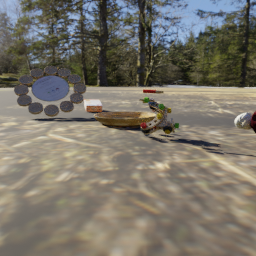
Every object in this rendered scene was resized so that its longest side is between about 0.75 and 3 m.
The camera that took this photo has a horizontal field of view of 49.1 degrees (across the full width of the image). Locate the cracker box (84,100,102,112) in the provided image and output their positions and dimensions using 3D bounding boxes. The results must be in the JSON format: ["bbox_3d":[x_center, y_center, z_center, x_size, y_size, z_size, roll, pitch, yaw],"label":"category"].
[{"bbox_3d":[-1.526,-0.981,12.187,0.688,0.296,1.028,-1,20,-13],"label":"cracker box"}]

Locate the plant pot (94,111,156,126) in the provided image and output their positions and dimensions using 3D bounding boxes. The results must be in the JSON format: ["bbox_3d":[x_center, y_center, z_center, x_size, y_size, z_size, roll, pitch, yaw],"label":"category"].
[{"bbox_3d":[-0.090,-0.305,8.853,1.957,0.269,1.957,-1,10,0],"label":"plant pot"}]

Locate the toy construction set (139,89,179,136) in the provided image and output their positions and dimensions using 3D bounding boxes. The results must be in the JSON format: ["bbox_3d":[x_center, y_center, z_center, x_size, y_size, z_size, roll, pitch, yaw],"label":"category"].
[{"bbox_3d":[0.804,-0.355,6.647,0.876,1.140,0.950,5,34,26],"label":"toy construction set"}]

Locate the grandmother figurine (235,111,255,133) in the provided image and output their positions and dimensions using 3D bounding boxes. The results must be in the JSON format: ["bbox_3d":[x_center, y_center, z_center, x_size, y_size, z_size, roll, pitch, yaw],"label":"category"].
[{"bbox_3d":[2.906,-0.033,5.867,0.461,0.922,1.521,-28,24,-22],"label":"grandmother figurine"}]

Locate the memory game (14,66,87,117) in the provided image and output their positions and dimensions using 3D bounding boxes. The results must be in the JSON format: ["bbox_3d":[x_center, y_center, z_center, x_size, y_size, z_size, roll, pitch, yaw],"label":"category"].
[{"bbox_3d":[-2.976,-1.468,10.783,2.701,0.172,2.701,5,52,-6],"label":"memory game"}]
